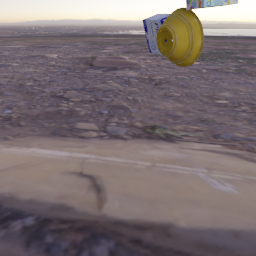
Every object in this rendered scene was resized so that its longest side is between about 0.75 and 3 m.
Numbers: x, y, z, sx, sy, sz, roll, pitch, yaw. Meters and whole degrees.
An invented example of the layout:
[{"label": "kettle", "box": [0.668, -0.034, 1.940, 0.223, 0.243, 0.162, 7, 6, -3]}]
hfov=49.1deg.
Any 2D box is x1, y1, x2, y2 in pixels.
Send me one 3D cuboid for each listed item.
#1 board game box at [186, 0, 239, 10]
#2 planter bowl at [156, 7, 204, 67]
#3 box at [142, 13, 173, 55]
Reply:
[{"label": "board game box", "box": [2.454, -3.917, 8.162, 1.433, 0.751, 0.738, -17, 22, -27]}, {"label": "planter bowl", "box": [1.445, -2.802, 8.873, 0.773, 1.855, 1.855, -18, 28, -30]}, {"label": "box", "box": [1.348, -3.582, 10.702, 0.772, 1.354, 1.472, -27, 29, -19]}]
